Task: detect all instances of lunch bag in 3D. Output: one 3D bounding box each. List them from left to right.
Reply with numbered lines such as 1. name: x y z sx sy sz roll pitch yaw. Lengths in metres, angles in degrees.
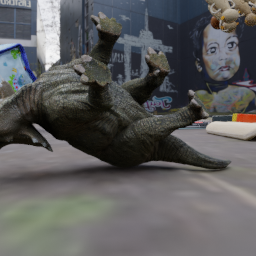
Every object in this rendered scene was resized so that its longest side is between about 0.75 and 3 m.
1. lunch bag: -2.998 -0.563 5.249 1.838 1.378 2.162 2 32 43

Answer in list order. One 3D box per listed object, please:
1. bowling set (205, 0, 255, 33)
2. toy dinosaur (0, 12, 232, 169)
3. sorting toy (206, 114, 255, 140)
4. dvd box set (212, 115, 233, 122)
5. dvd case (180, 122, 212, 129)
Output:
1. bowling set: 3.194 -3.282 7.994 2.522 1.354 1.755 -22 -22 -10
2. toy dinosaur: -0.097 -0.062 1.567 1.561 0.601 0.798 14 -38 -31
3. sorting toy: 2.404 -0.049 4.320 1.940 0.354 1.796 0 3 -2
4. dvd box set: 4.648 -0.326 10.862 2.203 0.324 1.612 -1 2 -21
5. dvd case: 1.108 -0.074 6.991 1.620 0.178 1.182 0 2 -20
